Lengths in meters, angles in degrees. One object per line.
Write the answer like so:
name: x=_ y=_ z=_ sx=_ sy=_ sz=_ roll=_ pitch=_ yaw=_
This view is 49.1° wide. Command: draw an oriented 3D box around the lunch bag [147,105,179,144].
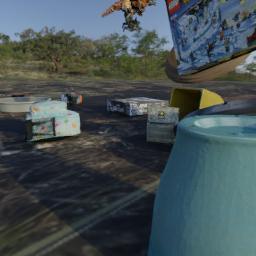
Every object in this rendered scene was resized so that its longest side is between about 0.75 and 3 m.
lunch bag: x=0.906 y=-0.109 z=7.247 sx=0.765 sy=0.933 sz=0.548 roll=5 pitch=13 yaw=20

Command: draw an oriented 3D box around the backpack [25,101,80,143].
backpack: x=-1.963 y=-0.181 z=7.387 sx=1.398 sy=1.071 sz=1.229 roll=2 pitch=5 yaw=-19

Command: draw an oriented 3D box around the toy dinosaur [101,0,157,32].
toy dinosaur: x=0.066 y=-4.296 z=10.176 sx=1.949 sy=1.323 sz=0.995 roll=3 pitch=40 yaw=21

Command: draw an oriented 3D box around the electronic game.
electronic game: x=2.408 y=-0.077 z=6.185 sx=2.799 sy=0.582 sz=2.799 roll=-5 pitch=-12 yaw=-1

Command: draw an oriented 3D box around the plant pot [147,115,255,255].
plant pot: x=0.919 y=0.638 z=2.492 sx=1.512 sy=1.421 sz=1.512 roll=0 pitch=11 yaw=0

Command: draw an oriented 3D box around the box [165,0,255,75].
box: x=2.016 y=-2.385 z=5.675 sx=0.556 sy=1.909 sz=2.789 roll=-9 pitch=-2 yaw=-36

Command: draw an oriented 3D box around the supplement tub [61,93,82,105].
supplement tub: x=-3.009 y=-1.550 z=14.962 sx=0.982 sy=0.602 sz=0.602 roll=-6 pitch=13 yaw=-30

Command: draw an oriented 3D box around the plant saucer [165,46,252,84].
plant saucer: x=2.375 y=-2.412 z=8.539 sx=2.814 sy=0.415 sz=2.814 roll=-22 pitch=36 yaw=18

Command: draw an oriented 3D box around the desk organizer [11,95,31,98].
desk organizer: x=-6.097 y=-1.678 z=16.017 sx=1.071 sy=0.412 sz=0.384 roll=-5 pitch=13 yaw=-24

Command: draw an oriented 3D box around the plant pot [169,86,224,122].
plant pot: x=2.154 y=-0.506 z=8.517 sx=1.328 sy=1.298 sz=1.289 roll=4 pitch=8 yaw=-33

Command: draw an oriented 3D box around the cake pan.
cake pan: x=-4.960 y=-1.132 z=13.252 sx=2.570 sy=0.471 sz=2.570 roll=0 pitch=12 yaw=0

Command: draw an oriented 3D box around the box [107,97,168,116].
box: x=0.427 y=-0.982 z=12.347 sx=2.152 sy=0.535 sz=1.697 roll=-8 pitch=15 yaw=-35
